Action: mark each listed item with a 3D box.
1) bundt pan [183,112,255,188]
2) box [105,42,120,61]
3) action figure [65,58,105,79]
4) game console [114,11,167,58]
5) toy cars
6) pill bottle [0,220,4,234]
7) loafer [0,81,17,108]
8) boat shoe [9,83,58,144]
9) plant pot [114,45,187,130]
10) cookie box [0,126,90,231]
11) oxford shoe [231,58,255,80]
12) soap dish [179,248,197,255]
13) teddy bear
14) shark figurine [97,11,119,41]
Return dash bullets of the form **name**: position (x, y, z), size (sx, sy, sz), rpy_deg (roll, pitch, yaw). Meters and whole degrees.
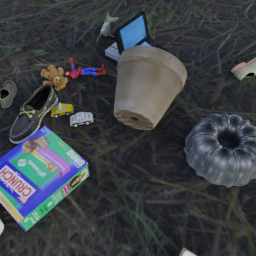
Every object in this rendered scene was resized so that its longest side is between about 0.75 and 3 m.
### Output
- **bundt pan**: position (3.612, 0.580, 10.293), size (2.977, 1.117, 2.977), rpy_deg (0, 52, 0)
- **box**: position (-0.178, -4.016, 14.325), size (1.259, 0.332, 1.614), rpy_deg (31, 58, 22)
- **action figure**: position (-2.053, -2.810, 13.070), size (1.856, 0.919, 0.606), rpy_deg (-11, 53, -5)
- **game console**: position (0.674, -4.072, 13.418), size (2.060, 1.363, 2.342), rpy_deg (41, 61, 8)
- **toy cars**: position (-2.356, -0.615, 11.520), size (2.010, 0.445, 0.901), rpy_deg (23, 59, 23)
- **pill bottle**: position (-4.959, 2.469, 8.630), size (1.446, 1.446, 2.419), rpy_deg (-37, 62, -25)
- **loafer**: position (-5.286, -1.587, 12.317), size (0.575, 0.532, 1.529), rpy_deg (-5, 53, -4)
- **boat shoe**: position (-3.911, -0.663, 11.394), size (1.020, 0.861, 2.861), rpy_deg (18, 55, 13)
- **plant pot**: position (0.642, -1.357, 11.048), size (2.842, 2.842, 2.466), rpy_deg (15, 70, 11)
- **cookie box**: position (-3.112, 1.601, 9.528), size (2.358, 1.036, 2.757), rpy_deg (37, 61, 23)
- **oxford shoe**: position (5.895, -2.797, 13.252), size (2.085, 0.738, 0.769), rpy_deg (-23, 74, -11)
- **soap dish**: position (1.715, 4.298, 7.748), size (1.141, 0.589, 1.450), rpy_deg (27, 57, 19)
- **teddy bear**: position (-3.454, -2.403, 12.965), size (1.131, 0.521, 1.560), rpy_deg (-18, 54, -11)
- **shark figurine**: position (-1.009, -5.315, 15.206), size (0.936, 1.340, 2.243), rpy_deg (24, 33, -13)
